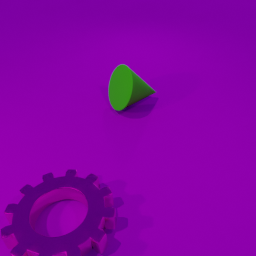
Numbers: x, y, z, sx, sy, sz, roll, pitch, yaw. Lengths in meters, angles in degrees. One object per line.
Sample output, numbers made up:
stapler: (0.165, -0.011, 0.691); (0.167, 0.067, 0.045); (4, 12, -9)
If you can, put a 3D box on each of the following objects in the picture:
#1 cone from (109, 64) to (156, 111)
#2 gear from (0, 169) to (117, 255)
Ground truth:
cone: (0.289, -1.053, 7.765); (1.228, 1.223, 1.223); (2, 35, -33)
gear: (-1.203, 1.587, 5.037); (1.949, 0.360, 1.949); (-2, 38, 2)
